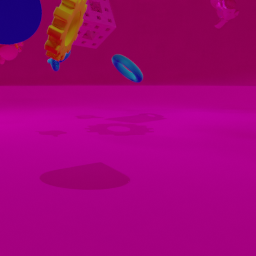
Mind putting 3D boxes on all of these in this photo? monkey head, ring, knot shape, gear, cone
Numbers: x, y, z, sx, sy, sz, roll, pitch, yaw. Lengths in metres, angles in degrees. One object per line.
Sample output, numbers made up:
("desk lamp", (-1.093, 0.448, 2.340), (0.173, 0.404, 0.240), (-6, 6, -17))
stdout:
("monkey head", (-3.203, -2.191, 7.361), (1.058, 0.761, 0.637), (-43, 5, 48))
("ring", (-0.025, -2.351, 11.127), (1.492, 0.298, 1.492), (38, -7, 6))
("knot shape", (-2.649, -2.599, 10.556), (1.103, 0.510, 1.032), (-35, 28, 39))
("monkey head", (3.067, -3.773, 9.068), (1.265, 0.762, 0.910), (-2, -34, -44))
("gear", (-1.745, -2.922, 8.020), (0.371, 2.006, 2.006), (25, 8, -6))
("cone", (-1.917, -2.112, 4.321), (1.162, 1.162, 1.167), (-2, 47, -13))

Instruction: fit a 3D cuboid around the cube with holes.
("cube with holes", (-1.528, -3.954, 10.141), (1.396, 1.396, 1.396), (-3, -18, -41))
